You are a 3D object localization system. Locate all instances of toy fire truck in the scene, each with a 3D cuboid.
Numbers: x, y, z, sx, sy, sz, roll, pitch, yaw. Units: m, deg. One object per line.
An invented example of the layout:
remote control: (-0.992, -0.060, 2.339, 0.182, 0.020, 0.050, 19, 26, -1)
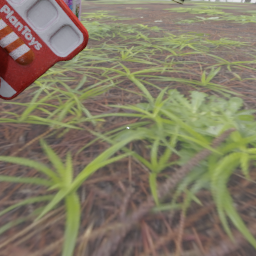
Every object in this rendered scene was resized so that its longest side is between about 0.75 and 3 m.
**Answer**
toy fire truck: (-2.459, -1.976, 4.759, 2.505, 2.983, 1.673, -34, 24, 14)

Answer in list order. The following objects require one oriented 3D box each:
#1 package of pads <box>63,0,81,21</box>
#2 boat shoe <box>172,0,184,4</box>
package of pads: (-1.782, -3.487, 7.679, 0.628, 1.660, 1.000, -34, 68, -30)
boat shoe: (1.219, -4.369, 8.728, 1.416, 0.459, 0.519, 39, 27, 13)
